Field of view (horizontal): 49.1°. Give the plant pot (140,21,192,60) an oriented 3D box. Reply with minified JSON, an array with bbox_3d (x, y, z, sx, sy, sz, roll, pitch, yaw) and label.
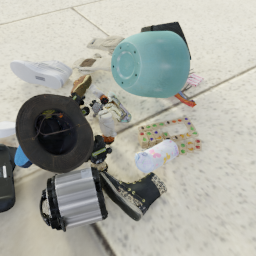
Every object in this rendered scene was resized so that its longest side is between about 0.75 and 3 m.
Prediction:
[{"bbox_3d":[1.550,-3.855,12.830,1.970,1.747,1.965,-13,19,-13],"label":"plant pot"}]

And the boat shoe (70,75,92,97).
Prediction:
[{"bbox_3d":[-2.117,-1.799,12.173,0.540,0.575,1.599,9,40,16],"label":"boat shoe"}]

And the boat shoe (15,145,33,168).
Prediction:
[{"bbox_3d":[-2.818,0.319,9.587,1.071,0.873,2.544,15,64,32],"label":"boat shoe"}]

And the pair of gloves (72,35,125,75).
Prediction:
[{"bbox_3d":[-1.216,-3.516,13.546,2.432,0.501,2.860,4,49,25],"label":"pair of gloves"}]

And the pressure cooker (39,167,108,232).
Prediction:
[{"bbox_3d":[-1.535,1.942,7.703,1.764,1.551,1.575,-13,78,-9],"label":"pressure cooker"}]

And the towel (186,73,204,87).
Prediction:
[{"bbox_3d":[3.053,-2.231,12.868,0.616,0.126,0.841,32,53,26],"label":"towel"}]

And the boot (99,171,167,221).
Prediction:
[{"bbox_3d":[0.131,1.756,8.581,1.413,0.675,1.871,-33,60,-31],"label":"boot"}]

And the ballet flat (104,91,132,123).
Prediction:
[{"bbox_3d":[-0.572,-0.856,11.109,0.671,0.671,1.866,-24,52,-21],"label":"ballet flat"}]

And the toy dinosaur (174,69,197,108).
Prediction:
[{"bbox_3d":[1.927,-1.624,12.036,2.505,1.315,2.273,-27,53,23],"label":"toy dinosaur"}]

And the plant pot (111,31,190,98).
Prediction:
[{"bbox_3d":[0.658,-2.416,10.739,2.144,2.672,2.672,-10,42,-41],"label":"plant pot"}]

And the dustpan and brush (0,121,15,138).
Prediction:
[{"bbox_3d":[-4.644,0.192,10.154,1.048,0.430,1.501,8,20,20],"label":"dustpan and brush"}]

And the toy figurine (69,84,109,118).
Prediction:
[{"bbox_3d":[-1.420,-0.738,10.481,1.461,1.484,1.032,-28,61,-29],"label":"toy figurine"}]

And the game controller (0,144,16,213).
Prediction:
[{"bbox_3d":[-4.283,1.503,8.664,1.353,0.546,2.594,-1,45,-28],"label":"game controller"}]

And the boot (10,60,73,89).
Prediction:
[{"bbox_3d":[-3.896,-2.639,12.803,2.683,0.987,1.282,21,44,8],"label":"boot"}]

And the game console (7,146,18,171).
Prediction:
[{"bbox_3d":[-4.934,1.510,9.004,2.263,0.397,2.558,4,46,4],"label":"game console"}]

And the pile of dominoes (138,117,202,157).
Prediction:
[{"bbox_3d":[1.538,0.286,10.224,2.282,0.363,1.778,-12,47,-11],"label":"pile of dominoes"}]

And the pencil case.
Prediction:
[{"bbox_3d":[0.930,0.873,8.936,0.746,0.684,1.645,18,24,37],"label":"pencil case"}]

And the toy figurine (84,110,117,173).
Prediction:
[{"bbox_3d":[-1.475,0.427,9.388,2.145,1.492,2.112,4,40,9],"label":"toy figurine"}]

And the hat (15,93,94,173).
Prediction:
[{"bbox_3d":[-2.126,0.210,7.895,2.272,0.916,2.272,11,68,-30],"label":"hat"}]
